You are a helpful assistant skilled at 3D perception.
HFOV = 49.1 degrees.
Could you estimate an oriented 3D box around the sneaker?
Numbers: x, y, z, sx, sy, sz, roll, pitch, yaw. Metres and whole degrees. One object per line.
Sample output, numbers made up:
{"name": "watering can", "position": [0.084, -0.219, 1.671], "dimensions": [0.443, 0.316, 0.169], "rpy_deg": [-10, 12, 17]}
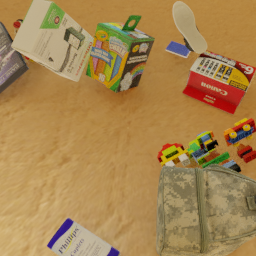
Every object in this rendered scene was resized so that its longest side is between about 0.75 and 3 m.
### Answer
{"name": "sneaker", "position": [2.130, -3.529, 10.098], "dimensions": [0.695, 0.975, 1.966], "rpy_deg": [-30, 97, 6]}

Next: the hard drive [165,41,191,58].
{"name": "hard drive", "position": [2.070, -3.208, 11.405], "dimensions": [0.919, 0.117, 0.607], "rpy_deg": [25, 58, 17]}

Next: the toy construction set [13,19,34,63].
{"name": "toy construction set", "position": [-3.903, -2.957, 10.626], "dimensions": [1.634, 1.506, 1.960], "rpy_deg": [33, 26, -30]}

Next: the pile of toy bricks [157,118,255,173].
{"name": "pile of toy bricks", "position": [2.258, 0.624, 8.155], "dimensions": [2.749, 1.525, 1.357], "rpy_deg": [-27, 29, 0]}

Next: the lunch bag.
{"name": "lunch bag", "position": [1.743, 1.995, 6.269], "dimensions": [2.179, 2.598, 1.810], "rpy_deg": [2, 58, 5]}

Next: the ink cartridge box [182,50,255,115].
{"name": "ink cartridge box", "position": [3.187, -1.655, 9.860], "dimensions": [2.005, 0.841, 1.760], "rpy_deg": [25, 59, 17]}

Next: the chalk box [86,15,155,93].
{"name": "chalk box", "position": [-0.215, -2.646, 9.405], "dimensions": [1.475, 2.379, 1.485], "rpy_deg": [32, 32, 21]}

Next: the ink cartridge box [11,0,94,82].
{"name": "ink cartridge box", "position": [-2.269, -2.740, 9.058], "dimensions": [0.967, 2.301, 1.680], "rpy_deg": [24, 90, 30]}

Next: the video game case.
{"name": "video game case", "position": [-4.960, -2.430, 10.265], "dimensions": [2.090, 0.278, 2.926], "rpy_deg": [-39, 61, 4]}

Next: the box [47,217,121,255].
{"name": "box", "position": [-0.925, 2.865, 6.369], "dimensions": [1.438, 1.322, 0.754], "rpy_deg": [26, 61, 17]}
